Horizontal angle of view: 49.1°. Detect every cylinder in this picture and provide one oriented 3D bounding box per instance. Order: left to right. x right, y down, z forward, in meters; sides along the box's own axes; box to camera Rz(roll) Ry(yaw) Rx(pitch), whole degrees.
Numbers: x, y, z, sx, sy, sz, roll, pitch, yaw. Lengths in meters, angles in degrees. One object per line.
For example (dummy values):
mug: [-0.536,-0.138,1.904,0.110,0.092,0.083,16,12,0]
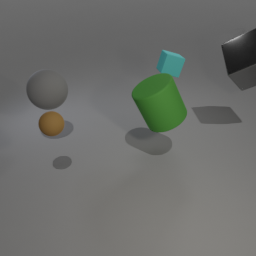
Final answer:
cylinder: [1.024,-0.814,9.060,1.400,1.400,1.400,-22,31,14]

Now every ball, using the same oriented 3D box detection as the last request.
ball: [-2.793,-1.330,9.724,1.400,1.400,1.400,0,31,0]
ball: [-2.121,-0.118,7.774,0.700,0.700,0.700,0,31,0]

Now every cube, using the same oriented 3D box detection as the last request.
cube: [1.514,-2.301,10.016,0.700,0.700,0.700,11,25,-16]
cube: [4.397,-2.427,10.083,1.400,1.400,1.400,-21,59,35]
